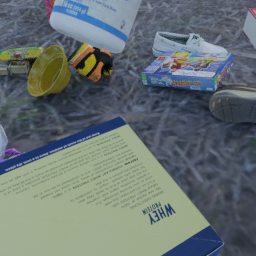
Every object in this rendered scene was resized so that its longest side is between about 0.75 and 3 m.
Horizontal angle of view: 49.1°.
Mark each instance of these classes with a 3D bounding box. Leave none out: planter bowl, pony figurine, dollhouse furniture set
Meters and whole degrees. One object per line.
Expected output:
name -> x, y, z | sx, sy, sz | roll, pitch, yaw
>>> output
planter bowl -> -2.112, -1.493, 7.977 | 1.569, 0.653, 1.569 | -17, 61, 33
pony figurine -> -2.866, 0.619, 5.997 | 1.284, 1.069, 1.239 | -33, 84, -38
dollhouse furniture set -> -3.607, -2.108, 8.707 | 0.864, 0.764, 0.480 | -2, 45, -3

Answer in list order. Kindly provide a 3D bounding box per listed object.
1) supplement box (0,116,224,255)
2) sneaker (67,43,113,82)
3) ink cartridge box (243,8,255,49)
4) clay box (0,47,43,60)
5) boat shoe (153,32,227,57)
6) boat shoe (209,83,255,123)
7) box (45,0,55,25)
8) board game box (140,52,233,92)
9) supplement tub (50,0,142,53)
supplement box -> -0.581, 1.647, 4.309 | 2.648, 1.778, 2.645 | -23, 50, -21
sneaker -> -0.904, -2.191, 8.845 | 1.190, 0.925, 2.644 | 47, 30, -11
ink cartridge box -> 5.538, -3.582, 10.045 | 2.174, 0.910, 1.569 | -2, 46, -2
clay box -> -3.321, -2.411, 9.062 | 1.410, 0.336, 0.810 | -8, 15, -8
boat shoe -> 2.059, -2.650, 9.183 | 2.500, 0.835, 0.919 | 5, 46, 5
boat shoe -> 3.580, -0.651, 7.079 | 2.882, 1.073, 1.056 | 14, 46, 13
box -> -2.470, -5.529, 11.607 | 1.344, 1.403, 2.815 | 1, 46, 1
board game box -> 1.690, -1.709, 8.149 | 2.243, 0.386, 1.518 | 13, 44, 35
supplement tub -> -0.503, -3.266, 6.285 | 1.814, 2.749, 1.814 | 20, 10, -4
